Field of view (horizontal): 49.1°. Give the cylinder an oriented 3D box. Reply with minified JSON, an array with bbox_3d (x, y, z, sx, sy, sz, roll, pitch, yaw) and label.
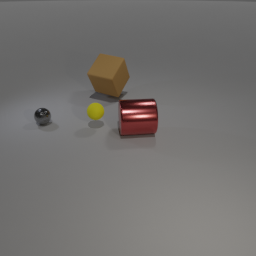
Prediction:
[{"bbox_3d":[0.366,-0.434,10.998,1.400,1.400,1.400,-3,28,-6],"label":"cylinder"}]

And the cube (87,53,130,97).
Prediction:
[{"bbox_3d":[-0.928,-2.597,13.833,1.400,1.400,1.400,17,65,22],"label":"cube"}]

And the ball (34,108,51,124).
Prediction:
[{"bbox_3d":[-3.597,-0.503,11.797,0.700,0.700,0.700,0,28,0],"label":"ball"}]

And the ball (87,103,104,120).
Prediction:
[{"bbox_3d":[-1.304,-0.666,11.262,0.700,0.700,0.700,0,28,0],"label":"ball"}]
